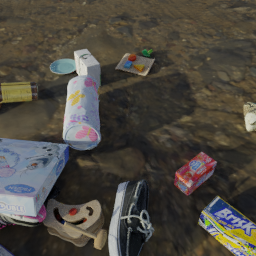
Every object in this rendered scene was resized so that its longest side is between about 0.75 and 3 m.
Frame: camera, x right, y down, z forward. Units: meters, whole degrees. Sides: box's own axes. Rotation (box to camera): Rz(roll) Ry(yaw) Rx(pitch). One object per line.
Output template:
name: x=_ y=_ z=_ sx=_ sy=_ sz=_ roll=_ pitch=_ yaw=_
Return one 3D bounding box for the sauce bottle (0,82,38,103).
sauce bottle: x=-4.722 y=-1.353 z=10.745 sx=2.386 sy=0.772 sz=0.772 roll=-6 pitch=43 yaw=-22

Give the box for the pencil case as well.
pencil case: x=-1.573 y=-0.601 z=9.855 sx=1.217 sy=1.328 sz=2.929 roll=-17 pitch=42 yaw=10

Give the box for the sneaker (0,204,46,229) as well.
sneaker: x=-3.146 y=2.192 z=7.075 sx=2.351 sy=1.028 sz=0.867 roll=6 pitch=21 yaw=9

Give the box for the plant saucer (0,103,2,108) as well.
plant saucer: x=-6.155 y=-0.992 z=10.868 sx=2.362 sy=0.432 sz=2.362 roll=0 pitch=43 yaw=0

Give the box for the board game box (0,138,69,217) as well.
board game box: x=-3.278 y=1.137 z=7.458 sx=2.729 sy=0.592 sz=2.715 roll=5 pitch=22 yaw=3

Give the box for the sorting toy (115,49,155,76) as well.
sorting toy: x=0.461 y=-3.274 z=13.347 sx=1.566 sy=0.312 sz=2.118 roll=13 pitch=45 yaw=14

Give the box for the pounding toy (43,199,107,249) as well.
pounding toy: x=-1.249 y=2.169 z=6.981 sx=1.888 sy=1.083 sz=1.079 roll=14 pitch=47 yaw=20

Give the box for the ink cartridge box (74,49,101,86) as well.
ink cartridge box: x=-1.736 y=-2.559 z=12.028 sx=0.628 sy=1.088 sz=1.489 roll=-19 pitch=46 yaw=-21

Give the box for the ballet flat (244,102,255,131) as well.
ballet flat: x=4.684 y=0.036 z=9.523 sx=0.955 sy=0.860 sz=2.536 roll=-27 pitch=53 yaw=-17

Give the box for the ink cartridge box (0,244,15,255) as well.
ink cartridge box: x=-4.034 y=2.976 z=6.119 sx=2.279 sy=0.542 sz=2.307 roll=25 pitch=8 yaw=22

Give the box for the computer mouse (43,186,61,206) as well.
computer mouse: x=-2.932 y=1.804 z=7.910 sx=1.772 sy=0.467 sz=1.227 roll=28 pitch=44 yaw=15

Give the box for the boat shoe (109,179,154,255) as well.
boat shoe: x=0.183 y=2.356 z=6.869 sx=0.881 sy=0.952 sz=2.580 roll=-19 pitch=30 yaw=19

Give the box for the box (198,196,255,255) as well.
box: x=2.770 y=2.658 z=6.829 sx=0.718 sy=0.659 sz=2.051 roll=-32 pitch=53 yaw=-29

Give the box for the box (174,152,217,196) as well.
box: x=1.982 y=1.333 z=8.266 sx=1.221 sy=0.608 sz=0.583 roll=-31 pitch=52 yaw=-29

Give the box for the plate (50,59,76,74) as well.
plate: x=-2.938 y=-2.812 z=12.972 sx=1.313 sy=0.168 sz=1.313 roll=0 pitch=44 yaw=0
